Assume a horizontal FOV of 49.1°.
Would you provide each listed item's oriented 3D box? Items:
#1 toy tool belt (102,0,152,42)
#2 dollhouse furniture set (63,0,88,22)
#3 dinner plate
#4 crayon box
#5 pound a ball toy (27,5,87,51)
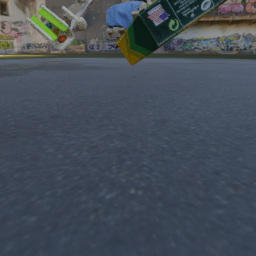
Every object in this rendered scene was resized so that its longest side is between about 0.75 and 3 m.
[{"bbox_3d":[-0.144,-3.678,9.547,2.321,1.449,1.426,8,12,38],"label":"toy tool belt"},{"bbox_3d":[-1.883,-3.919,8.729,1.402,0.684,1.196,-47,30,1],"label":"dollhouse furniture set"},{"bbox_3d":[-1.597,-4.400,10.288,0.252,2.077,2.077,34,7,-19],"label":"dinner plate"},{"bbox_3d":[0.389,-1.122,3.069,0.886,0.354,1.395,-36,10,-6],"label":"crayon box"},{"bbox_3d":[-1.772,-2.623,7.239,1.473,0.960,0.626,42,-7,27],"label":"pound a ball toy"}]
